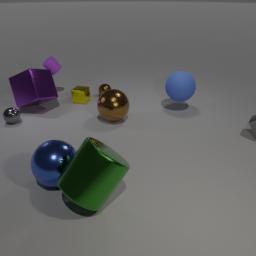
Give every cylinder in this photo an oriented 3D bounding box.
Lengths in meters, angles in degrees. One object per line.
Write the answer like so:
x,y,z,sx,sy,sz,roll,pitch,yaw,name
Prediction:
-3.947,-3.243,14.555,0.700,0.700,0.700,-27,35,21,cylinder
-0.896,1.183,7.371,1.400,1.400,1.400,35,3,-2,cylinder

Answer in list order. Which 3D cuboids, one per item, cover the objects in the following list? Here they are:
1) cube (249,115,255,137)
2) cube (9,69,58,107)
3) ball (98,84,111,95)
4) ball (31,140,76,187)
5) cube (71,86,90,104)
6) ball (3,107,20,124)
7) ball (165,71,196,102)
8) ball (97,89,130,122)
5.109,-0.150,10.613,0.700,0.700,0.700,-23,8,38,cube
-4.363,-1.859,13.013,1.400,1.400,1.400,-15,3,27,cube
-1.216,-1.997,14.832,0.700,0.700,0.700,0,28,0,ball
-2.154,1.044,8.315,1.400,1.400,1.400,0,28,0,ball
-2.386,-1.688,14.208,0.700,0.700,0.700,7,29,16,cube
-4.997,-0.538,12.027,0.700,0.700,0.700,0,28,0,ball
2.430,-1.918,12.992,1.400,1.400,1.400,0,28,0,ball
-0.635,-0.979,12.104,1.400,1.400,1.400,0,28,0,ball
